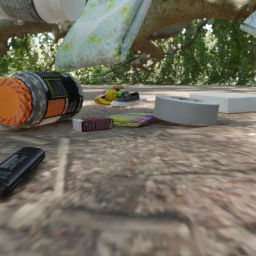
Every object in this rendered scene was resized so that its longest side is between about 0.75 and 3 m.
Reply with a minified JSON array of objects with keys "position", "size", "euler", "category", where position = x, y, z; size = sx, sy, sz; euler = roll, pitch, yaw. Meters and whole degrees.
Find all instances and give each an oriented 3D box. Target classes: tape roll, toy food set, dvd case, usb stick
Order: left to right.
[{"position":[-1.418,0.512,3.527],"size":[0.409,0.240,1.475],"euler":[8,10,-3],"category":"usb stick"},{"position":[-0.797,-1.724,14.090],"size":[1.571,0.872,2.671],"euler":[1,10,6],"category":"toy food set"},{"position":[1.599,-0.523,7.787],"size":[1.759,0.581,1.759],"euler":[5,12,-1],"category":"tape roll"},{"position":[3.502,-2.532,6.475],"size":[1.498,0.165,1.093],"euler":[-43,64,-14],"category":"dvd case"}]

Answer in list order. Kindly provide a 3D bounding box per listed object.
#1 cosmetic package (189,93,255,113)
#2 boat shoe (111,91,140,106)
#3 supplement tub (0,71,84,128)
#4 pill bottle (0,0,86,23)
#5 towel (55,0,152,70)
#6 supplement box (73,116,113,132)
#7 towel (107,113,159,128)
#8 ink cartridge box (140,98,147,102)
[{"position":[3.785,-1.028,10.996],"size":[1.769,0.606,2.347],"euler":[-2,11,-22],"category":"cosmetic package"},{"position":[-0.060,-1.344,12.585],"size":[0.699,0.662,2.000],"euler":[8,13,37],"category":"boat shoe"},{"position":[-2.325,-0.789,7.429],"size":[1.413,1.413,2.306],"euler":[4,11,23],"category":"supplement tub"},{"position":[-2.344,-3.395,7.145],"size":[2.313,1.317,1.317],"euler":[13,14,20],"category":"pill bottle"},{"position":[-0.667,-2.975,7.961],"size":[2.521,2.946,0.709],"euler":[3,-26,44],"category":"towel"},{"position":[-0.849,-0.103,6.828],"size":[0.878,0.267,0.478],"euler":[-7,12,-29],"category":"supplement box"},{"position":[0.101,-0.254,7.916],"size":[1.236,0.196,1.721],"euler":[4,10,25],"category":"towel"},{"position":[0.663,-1.514,14.885],"size":[0.860,0.192,0.757],"euler":[8,14,37],"category":"ink cartridge box"}]
